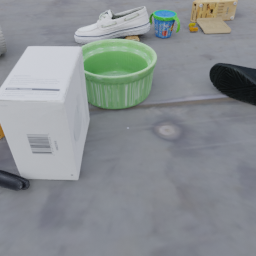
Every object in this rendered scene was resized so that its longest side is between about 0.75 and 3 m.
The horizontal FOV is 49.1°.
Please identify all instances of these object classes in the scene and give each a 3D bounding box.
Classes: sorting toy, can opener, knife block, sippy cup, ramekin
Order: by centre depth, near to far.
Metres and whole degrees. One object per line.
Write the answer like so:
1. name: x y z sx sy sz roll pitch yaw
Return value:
1. can opener: -2.837 0.953 5.631 1.820 0.716 0.577 9 2 6
2. ramekin: -0.364 -1.550 7.999 2.316 1.131 2.316 0 40 0
3. sippy cup: 1.443 -4.135 11.226 0.965 0.900 1.229 -9 42 -13
4. sorting toy: 3.407 -4.366 12.057 1.711 0.229 1.275 -3 45 -4
5. knife block: 4.009 -5.955 13.389 2.763 0.884 2.425 -7 40 -8

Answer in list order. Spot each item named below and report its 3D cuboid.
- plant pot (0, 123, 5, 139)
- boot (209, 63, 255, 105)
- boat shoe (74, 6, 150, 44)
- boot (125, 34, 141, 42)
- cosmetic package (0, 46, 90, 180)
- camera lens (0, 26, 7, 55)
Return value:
1. plant pot: -3.835 -0.744 6.571 1.914 1.752 1.914 0 41 0
2. boot: 3.801 -1.561 8.169 2.344 0.895 1.969 29 51 21
3. boat shoe: -0.675 -4.062 10.820 2.992 0.999 1.100 -11 40 1
4. boot: 0.346 -3.663 11.116 0.970 0.366 1.108 -13 39 5
5. cosmetic package: -1.598 -0.340 5.874 1.253 2.032 2.039 2 40 2
6. camera lens: -5.358 -3.043 9.324 2.091 1.672 1.672 -21 45 -23
